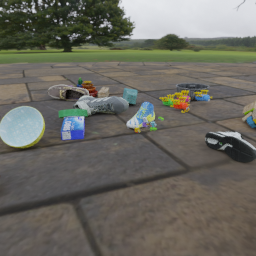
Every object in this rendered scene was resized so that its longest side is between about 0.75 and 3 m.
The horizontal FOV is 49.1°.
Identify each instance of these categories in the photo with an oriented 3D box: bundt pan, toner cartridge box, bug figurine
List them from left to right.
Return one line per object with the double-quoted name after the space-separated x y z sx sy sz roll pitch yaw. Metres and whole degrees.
-2.059 -0.026 10.591 0.794 0.361 1.671 -3 19 -8 "toner cartridge box"
2.857 -1.377 14.042 2.534 0.652 1.965 -20 21 -35 "bug figurine"
3.626 -2.046 15.851 1.882 0.706 1.882 0 18 0 "bundt pan"

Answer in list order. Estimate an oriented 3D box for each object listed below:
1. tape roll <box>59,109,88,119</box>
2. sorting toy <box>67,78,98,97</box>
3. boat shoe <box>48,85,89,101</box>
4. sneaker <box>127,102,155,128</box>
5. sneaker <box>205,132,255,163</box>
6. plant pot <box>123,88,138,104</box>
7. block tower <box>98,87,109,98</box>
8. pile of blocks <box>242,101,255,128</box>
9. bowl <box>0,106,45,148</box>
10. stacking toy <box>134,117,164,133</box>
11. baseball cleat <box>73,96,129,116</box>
-2.286 -0.584 11.687 1.184 0.285 1.184 -4 -2 0 "tape roll"
-2.909 -2.348 16.296 2.357 0.968 1.417 1 20 5 "sorting toy"
-3.308 -1.869 15.236 2.282 0.820 0.679 6 16 1 "boat shoe"
0.513 -0.578 11.348 0.652 0.904 1.722 12 22 30 "sneaker"
3.439 0.438 8.736 1.087 0.713 1.890 -12 20 -25 "sneaker"
0.131 -1.564 14.276 0.701 0.700 0.992 9 16 -8 "plant pot"
-1.384 -1.996 16.120 0.460 0.429 1.590 2 20 2 "block tower"
5.210 -0.322 11.340 0.630 0.832 2.026 41 28 -12 "pile of blocks"
-3.433 0.075 9.406 1.456 1.456 0.784 1 -22 4 "bowl"
0.799 -0.117 10.507 0.978 0.230 0.737 -1 36 37 "stacking toy"
-1.284 -0.881 12.644 2.549 0.889 1.357 4 33 26 "baseball cleat"
